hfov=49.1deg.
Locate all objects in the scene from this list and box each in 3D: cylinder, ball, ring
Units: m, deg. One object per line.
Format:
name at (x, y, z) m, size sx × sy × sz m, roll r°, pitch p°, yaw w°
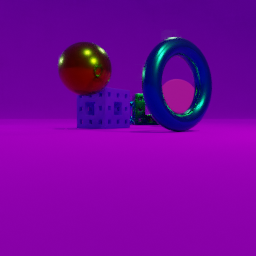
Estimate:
cylinder at (1.624, -0.870, 9.812) m, size 1.255 × 1.255 × 1.255 m, roll 0°, pitch -19°, yaw -5°
ball at (-1.098, -1.508, 7.206) m, size 1.373 × 1.373 × 1.373 m, roll 0°, pitch 2°, yaw 0°
ring at (1.100, -0.912, 5.975) m, size 1.989 × 1.989 × 0.398 m, roll -1°, pitch 3°, yaw -37°

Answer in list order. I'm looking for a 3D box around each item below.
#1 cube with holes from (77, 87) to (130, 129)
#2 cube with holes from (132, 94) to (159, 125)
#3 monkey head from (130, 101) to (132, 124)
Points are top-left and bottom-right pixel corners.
cube with holes at (-0.731, -0.569, 8.408) m, size 1.137 × 1.137 × 1.137 m, roll 1°, pitch 2°, yaw 37°
cube with holes at (0.887, -0.785, 12.254) m, size 1.302 × 1.302 × 1.302 m, roll 0°, pitch 2°, yaw -5°
monkey head at (-0.078, -0.841, 13.541) m, size 1.181 × 0.989 × 1.642 m, roll -12°, pitch 31°, yaw -23°
